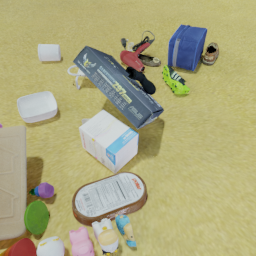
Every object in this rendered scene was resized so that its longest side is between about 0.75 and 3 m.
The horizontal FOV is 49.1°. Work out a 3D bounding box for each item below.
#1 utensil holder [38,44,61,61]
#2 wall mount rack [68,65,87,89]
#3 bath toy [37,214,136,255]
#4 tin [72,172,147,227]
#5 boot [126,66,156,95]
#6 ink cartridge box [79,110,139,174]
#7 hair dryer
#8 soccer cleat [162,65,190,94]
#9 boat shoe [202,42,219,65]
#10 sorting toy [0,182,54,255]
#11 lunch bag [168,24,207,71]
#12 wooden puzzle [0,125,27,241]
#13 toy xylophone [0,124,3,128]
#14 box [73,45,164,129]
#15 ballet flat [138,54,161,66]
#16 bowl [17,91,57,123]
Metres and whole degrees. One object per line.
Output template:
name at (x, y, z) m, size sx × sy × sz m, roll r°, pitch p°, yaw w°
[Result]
utensil holder at (-3.533, -3.404, 12.639) m, size 0.885 × 0.752 × 0.752 m, roll -2°, pitch 43°, yaw -6°
wall mount rack at (-1.373, -2.265, 11.492) m, size 2.008 × 0.749 × 1.744 m, roll 3°, pitch 47°, yaw 3°
bath toy at (-0.923, 2.630, 6.275) m, size 2.124 × 0.924 × 0.785 m, roll -14°, pitch 83°, yaw -14°
tin at (-0.466, 1.826, 7.371) m, size 2.046 × 0.428 × 1.146 m, roll -17°, pitch 50°, yaw -17°
boot at (0.371, -1.424, 8.464) m, size 0.793 × 0.360 × 0.944 m, roll 5°, pitch 46°, yaw -58°
ink cartridge box at (-0.631, 0.322, 8.303) m, size 1.616 × 1.039 × 1.012 m, roll 36°, pitch 58°, yaw 24°
hair dryer at (0.403, -3.400, 12.364) m, size 1.633 × 0.583 × 2.144 m, roll -12°, pitch 66°, yaw 17°
soccer cleat at (1.896, -1.934, 11.276) m, size 0.709 × 0.591 × 1.751 m, roll 0°, pitch 44°, yaw -22°
boat shoe at (3.870, -3.541, 12.842) m, size 0.656 × 0.640 × 1.734 m, roll 13°, pitch 45°, yaw 14°
sorting toy at (-2.496, 2.327, 6.760) m, size 0.779 × 0.784 × 2.261 m, roll -13°, pitch 41°, yaw 21°
lunch bag at (2.540, -3.634, 12.352) m, size 1.403 × 1.440 × 2.120 m, roll 17°, pitch 46°, yaw 17°
wooden puzzle at (-3.920, 1.448, 7.140) m, size 2.741 × 0.685 × 2.960 m, roll -7°, pitch 64°, yaw -4°
toy xylophone at (-5.210, 0.334, 7.995) m, size 2.963 × 2.169 × 0.744 m, roll -9°, pitch 87°, yaw -17°
box at (-0.165, -1.251, 8.717) m, size 2.754 × 0.703 × 2.172 m, roll 46°, pitch 17°, yaw 7°
ballet flat at (0.726, -3.138, 12.603) m, size 1.597 × 0.370 × 0.538 m, roll 19°, pitch 50°, yaw 19°
bowl at (-3.191, -0.700, 9.959) m, size 1.293 × 0.483 × 1.291 m, roll -18°, pitch 46°, yaw -17°
